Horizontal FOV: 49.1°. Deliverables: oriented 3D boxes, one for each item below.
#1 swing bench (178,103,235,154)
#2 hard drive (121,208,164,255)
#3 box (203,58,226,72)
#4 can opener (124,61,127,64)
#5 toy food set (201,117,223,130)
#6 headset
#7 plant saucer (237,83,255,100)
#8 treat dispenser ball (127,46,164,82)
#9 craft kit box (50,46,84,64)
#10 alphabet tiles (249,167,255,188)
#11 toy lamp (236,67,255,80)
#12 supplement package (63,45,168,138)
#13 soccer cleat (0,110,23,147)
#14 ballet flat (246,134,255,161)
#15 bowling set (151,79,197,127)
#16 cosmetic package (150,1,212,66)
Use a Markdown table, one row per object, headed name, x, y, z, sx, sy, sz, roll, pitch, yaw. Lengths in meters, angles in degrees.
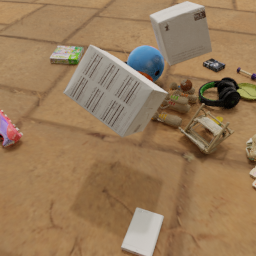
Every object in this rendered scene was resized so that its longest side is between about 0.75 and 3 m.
| name | x | y | z | sx | sy | sz | roll | pitch | yaw |
| --- | --- | --- | --- | --- | --- | --- | --- | --- | --- |
| swing bench | 3.045 | 0.094 | 10.953 | 1.449 | 0.940 | 1.442 | -47 | 51 | 6 |
| hard drive | 0.455 | 3.083 | 8.298 | 0.891 | 0.178 | 1.352 | 14 | 44 | 15 |
| box | 4.812 | -3.521 | 15.660 | 0.787 | 0.214 | 0.983 | -27 | 49 | -27 |
| can opener | 0.105 | -3.576 | 15.613 | 1.136 | 0.360 | 0.447 | -2 | 41 | -2 |
| toy food set | 3.586 | -0.090 | 11.774 | 0.644 | 0.357 | 1.094 | 7 | 34 | 46 |
| headset | 4.663 | -1.801 | 12.925 | 2.757 | 1.295 | 1.702 | -3 | 41 | 14 |
| plant saucer | 5.883 | -1.764 | 13.700 | 1.351 | 0.210 | 1.351 | 1 | 42 | 0 |
| treat dispenser ball | 0.885 | -3.160 | 14.007 | 1.875 | 1.875 | 1.875 | 0 | 42 | 0 |
| craft kit box | -3.566 | -4.297 | 16.439 | 1.604 | 0.389 | 1.584 | 4 | 45 | 5 |
| alphabet tiles | 5.127 | 1.844 | 9.727 | 1.576 | 0.118 | 1.611 | -31 | 51 | -31 |
| toy lamp | 6.349 | -2.884 | 14.875 | 0.337 | 0.337 | 1.159 | -31 | 49 | -30 |
| supplement package | -0.281 | -1.059 | 8.487 | 2.205 | 1.622 | 2.108 | 37 | 14 | 13 |
| soccer cleat | -5.138 | -0.050 | 11.443 | 0.862 | 0.752 | 2.254 | -41 | 53 | -18 |
| ballet flat | 4.785 | 0.708 | 10.762 | 0.462 | 0.499 | 1.416 | 0 | 36 | 23 |
| bowling set | 2.101 | -1.487 | 12.277 | 1.412 | 1.831 | 2.631 | 19 | 41 | 22 |
| cosmetic package | 2.187 | -4.060 | 11.895 | 1.856 | 1.858 | 2.252 | -19 | 29 | 5 |
